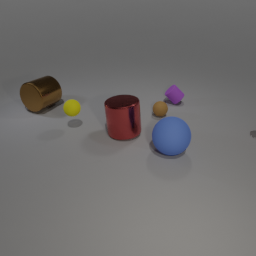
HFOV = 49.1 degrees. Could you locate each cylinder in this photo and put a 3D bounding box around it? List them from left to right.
[{"bbox_3d":[-4.109,-1.640,13.279,1.400,1.400,1.400,15,30,24],"label":"cylinder"},{"bbox_3d":[-0.191,-0.453,11.280,1.400,1.400,1.400,-4,28,2],"label":"cylinder"},{"bbox_3d":[2.298,-1.662,13.845,0.700,0.700,0.700,42,29,-14],"label":"cylinder"}]

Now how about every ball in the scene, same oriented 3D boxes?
[{"bbox_3d":[-2.277,-0.814,11.400,0.700,0.700,0.700,0,31,0],"label":"ball"},{"bbox_3d":[1.472,-0.877,12.785,0.700,0.700,0.700,0,31,0],"label":"ball"},{"bbox_3d":[1.563,0.284,10.088,1.400,1.400,1.400,0,31,0],"label":"ball"}]
